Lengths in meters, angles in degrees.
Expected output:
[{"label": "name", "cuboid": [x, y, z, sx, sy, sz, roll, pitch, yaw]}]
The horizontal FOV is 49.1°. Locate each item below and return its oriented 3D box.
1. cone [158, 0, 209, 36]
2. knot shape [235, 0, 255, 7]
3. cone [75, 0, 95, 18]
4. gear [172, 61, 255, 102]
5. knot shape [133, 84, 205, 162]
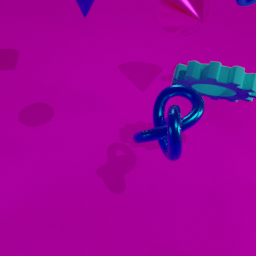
[{"label": "cone", "cuboid": [1.682, -2.959, 7.342, 1.510, 1.510, 1.516, -6, 34, -6]}, {"label": "knot shape", "cuboid": [3.391, -3.396, 6.860, 1.490, 0.736, 1.592, -8, 27, -4]}, {"label": "cone", "cuboid": [-0.708, -2.328, 4.622, 1.049, 1.053, 1.049, 5, 44, -4]}, {"label": "gear", "cuboid": [1.826, -0.937, 5.892, 1.747, 1.747, 0.323, 13, 87, 11]}, {"label": "knot shape", "cuboid": [0.762, -0.028, 5.177, 0.709, 1.534, 1.436, 34, 23, -19]}]
